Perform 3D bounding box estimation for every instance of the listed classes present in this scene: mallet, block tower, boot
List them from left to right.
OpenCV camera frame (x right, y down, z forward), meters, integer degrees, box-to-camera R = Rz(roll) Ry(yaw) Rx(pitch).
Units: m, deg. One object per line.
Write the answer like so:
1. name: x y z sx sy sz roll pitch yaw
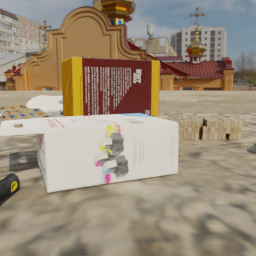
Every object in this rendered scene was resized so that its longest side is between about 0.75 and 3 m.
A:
1. mallet: -1.251 0.751 1.972 0.465 0.743 2.257 2 -6 -1
2. boot: -2.779 -0.805 10.883 2.224 0.809 1.005 -10 -12 -22
3. block tower: 1.593 0.016 6.130 1.633 0.472 0.441 2 9 0

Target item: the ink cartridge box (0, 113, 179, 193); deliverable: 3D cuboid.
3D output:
1. ink cartridge box: -0.543 0.246 3.772 2.124 0.720 1.223 -4 10 -22

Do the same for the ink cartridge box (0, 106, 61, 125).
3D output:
1. ink cartridge box: -3.379 -0.379 8.649 1.984 0.432 1.722 -8 12 -42

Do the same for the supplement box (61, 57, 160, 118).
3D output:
1. supplement box: -0.361 -0.492 5.488 1.654 1.631 1.098 -4 10 -22

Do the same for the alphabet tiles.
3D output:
1. alphabet tiles: -2.759 -0.264 7.462 1.400 0.063 1.675 -10 31 -44
